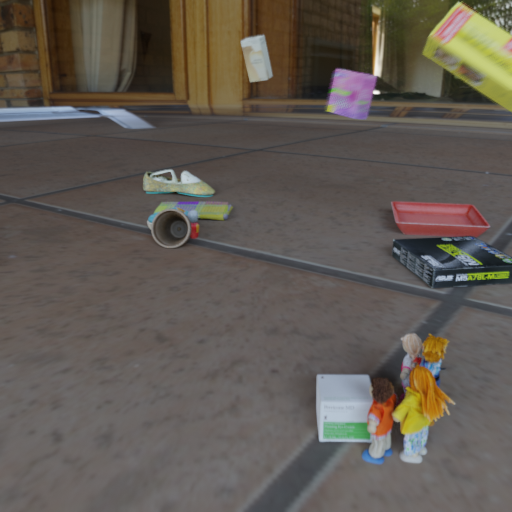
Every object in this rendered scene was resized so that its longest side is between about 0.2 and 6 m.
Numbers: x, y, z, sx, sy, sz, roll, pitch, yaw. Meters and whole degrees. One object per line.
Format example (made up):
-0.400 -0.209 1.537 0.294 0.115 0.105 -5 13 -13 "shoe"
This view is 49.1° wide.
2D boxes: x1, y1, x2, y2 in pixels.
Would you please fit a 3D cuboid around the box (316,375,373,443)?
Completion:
0.906 1.549 5.723 0.560 0.482 0.562 0 16 3 "box"

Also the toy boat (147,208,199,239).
-1.693 -0.790 12.272 1.281 0.595 1.077 17 25 40 "toy boat"

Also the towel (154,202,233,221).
-1.528 -1.094 13.751 1.834 0.209 1.317 0 20 2 "towel"

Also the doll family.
1.633 1.339 5.550 0.733 1.009 1.626 11 22 28 "doll family"

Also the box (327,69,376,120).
2.051 -3.495 12.108 0.445 0.921 0.810 -8 27 -38 "box"

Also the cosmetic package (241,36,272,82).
0.017 -4.679 13.330 0.513 0.975 0.347 0 31 29 "cosmetic package"

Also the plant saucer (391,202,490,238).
4.085 -0.816 12.724 1.935 0.355 1.931 4 20 9 "plant saucer"

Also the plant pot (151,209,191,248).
-1.666 -0.564 11.535 0.807 0.807 0.704 3 3 9 "plant pot"

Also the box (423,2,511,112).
3.828 -3.036 8.907 2.209 0.831 0.554 40 -8 13 "box"

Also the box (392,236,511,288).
3.562 0.071 10.099 1.667 0.410 1.727 -1 19 -9 "box"

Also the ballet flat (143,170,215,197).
-2.208 -2.064 15.772 2.119 0.749 0.749 5 20 14 "ballet flat"
